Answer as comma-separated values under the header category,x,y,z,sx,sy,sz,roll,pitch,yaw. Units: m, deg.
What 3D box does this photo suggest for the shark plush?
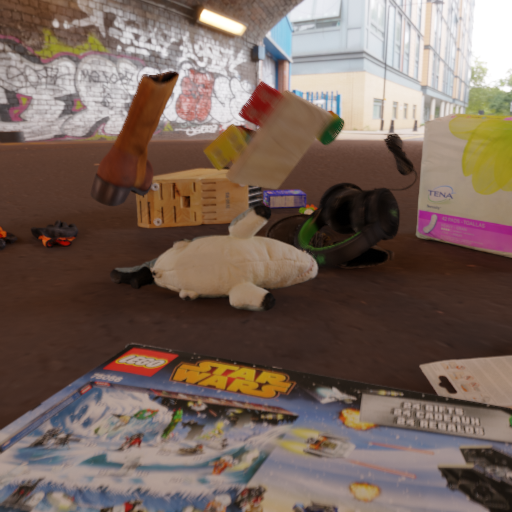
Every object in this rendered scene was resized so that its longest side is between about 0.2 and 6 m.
category,x,y,z,sx,sy,sz,roll,pitch,yaw
shark plush,-0.677,0.351,7.993,2.995,1.361,1.247,-17,-11,15

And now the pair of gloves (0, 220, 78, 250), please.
category,x,y,z,sx,sy,sz,roll,pitch,yaw
pair of gloves,-4.697,-0.442,11.270,2.125,0.263,1.893,-4,15,-19

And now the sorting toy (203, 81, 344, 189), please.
category,x,y,z,sx,sy,sz,roll,pitch,yaw
sorting toy,0.176,-1.583,7.411,0.465,1.326,2.750,45,22,20

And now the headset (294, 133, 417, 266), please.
category,x,y,z,sx,sy,sz,roll,pitch,yaw
headset,1.625,-0.865,9.022,2.474,1.162,1.528,-39,28,-17

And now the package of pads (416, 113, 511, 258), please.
category,x,y,z,sx,sy,sz,roll,pitch,yaw
package of pads,4.485,-1.320,10.206,1.095,2.480,3.210,-10,17,-36

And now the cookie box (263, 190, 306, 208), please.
category,x,y,z,sx,sy,sz,roll,pitch,yaw
cookie box,0.763,-1.546,15.186,1.021,0.384,0.873,-2,15,-8

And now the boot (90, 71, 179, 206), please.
category,x,y,z,sx,sy,sz,roll,pitch,yaw
boot,-2.176,-2.393,10.726,0.869,2.537,2.388,30,21,5

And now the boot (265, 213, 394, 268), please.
category,x,y,z,sx,sy,sz,roll,pitch,yaw
boot,1.207,-0.224,9.671,1.961,0.679,1.707,-3,18,-5

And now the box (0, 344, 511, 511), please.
category,x,y,z,sx,sy,sz,roll,pitch,yaw
box,0.063,1.439,3.281,3.333,0.665,2.282,6,16,21

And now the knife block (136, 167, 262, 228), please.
category,x,y,z,sx,sy,sz,roll,pitch,yaw
knife block,-1.365,-1.575,13.937,3.417,1.093,3.000,-5,15,-17

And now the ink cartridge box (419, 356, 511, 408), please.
category,x,y,z,sx,sy,sz,roll,pitch,yaw
ink cartridge box,2.148,1.225,5.047,1.108,0.262,0.887,-6,15,1

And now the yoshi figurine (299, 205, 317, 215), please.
category,x,y,z,sx,sy,sz,roll,pitch,yaw
yoshi figurine,1.274,-0.691,12.064,0.566,0.568,1.011,-45,45,-9
